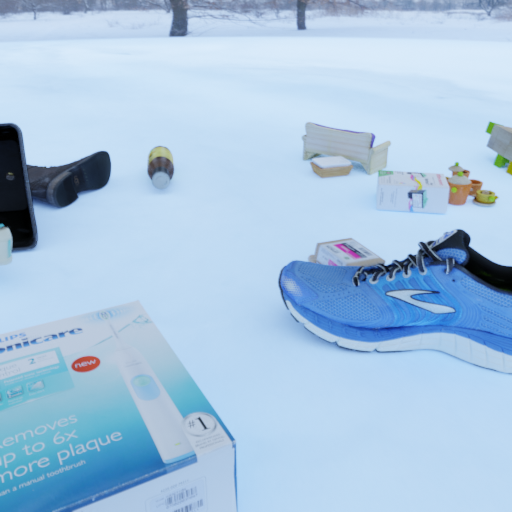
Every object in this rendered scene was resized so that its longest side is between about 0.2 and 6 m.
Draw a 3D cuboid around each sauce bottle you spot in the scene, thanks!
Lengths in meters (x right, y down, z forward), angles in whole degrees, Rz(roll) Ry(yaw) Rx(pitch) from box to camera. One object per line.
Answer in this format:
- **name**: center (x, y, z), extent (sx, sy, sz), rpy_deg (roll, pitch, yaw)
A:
- **sauce bottle**: center (-2.108, -1.946, 12.364), extent (0.608, 0.608, 1.878), rpy_deg (-4, 24, -8)

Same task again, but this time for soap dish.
- **soap dish**: center (1.718, -2.036, 12.869), extent (0.820, 0.333, 0.645), rpy_deg (-9, 27, -16)

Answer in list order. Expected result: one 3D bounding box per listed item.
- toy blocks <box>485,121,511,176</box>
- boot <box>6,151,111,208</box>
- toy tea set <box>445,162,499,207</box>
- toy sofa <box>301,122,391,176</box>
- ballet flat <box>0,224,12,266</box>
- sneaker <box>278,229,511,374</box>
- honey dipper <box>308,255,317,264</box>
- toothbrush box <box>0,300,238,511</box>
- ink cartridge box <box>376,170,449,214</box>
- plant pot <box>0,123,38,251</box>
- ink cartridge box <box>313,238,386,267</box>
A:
- **toy blocks**: center (6.625, -2.488, 13.209), extent (1.557, 1.138, 2.277), rpy_deg (7, 26, -12)
- **boot**: center (-4.395, -1.750, 11.763), extent (2.014, 0.801, 2.313), rpy_deg (11, 30, 19)
- **toy tea set**: center (4.250, -1.580, 11.578), extent (1.039, 0.647, 1.748), rpy_deg (-2, 26, -3)
- **toy sofa**: center (2.131, -2.669, 13.429), extent (2.027, 0.989, 0.840), rpy_deg (19, 32, 35)
- **ballet flat**: center (-4.315, 0.064, 8.163), extent (1.999, 0.694, 0.694), rpy_deg (-11, 20, 26)
- **sneaker**: center (1.958, 0.312, 6.762), extent (3.408, 1.519, 1.339), rpy_deg (6, 27, 12)
- **honey dipper**: center (0.941, 0.247, 8.364), extent (0.230, 0.230, 1.211), rpy_deg (-3, 25, -5)
- **toothbrush box**: center (-1.440, 1.512, 4.878), extent (1.753, 1.021, 2.394), rpy_deg (-13, 27, -24)
- **ink cartridge box**: center (3.059, -1.275, 11.054), extent (1.328, 0.558, 0.962), rpy_deg (5, 26, 10)
- **plant pot**: center (-4.823, -1.206, 9.547), extent (2.038, 2.033, 1.808), rpy_deg (-7, 16, -13)
- **ink cartridge box**: center (1.409, 0.064, 8.502), extent (0.705, 0.321, 0.855), rpy_deg (-8, 31, -31)
